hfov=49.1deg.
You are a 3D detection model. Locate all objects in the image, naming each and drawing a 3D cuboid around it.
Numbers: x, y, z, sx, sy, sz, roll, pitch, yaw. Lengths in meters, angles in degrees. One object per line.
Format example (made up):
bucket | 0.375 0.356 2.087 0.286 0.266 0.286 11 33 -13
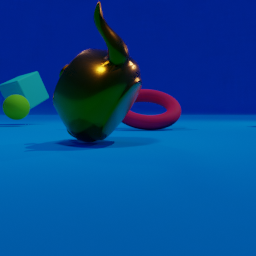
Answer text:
teapot | -0.404 -0.492 3.373 0.920 1.878 1.168 35 42 7
ring | 0.449 -0.476 6.697 1.633 0.327 1.633 2 34 -1
ball | -3.283 -0.608 8.244 0.749 0.749 0.749 0 3 0
cube | -3.552 -1.238 9.609 1.001 1.001 1.001 -6 25 31
